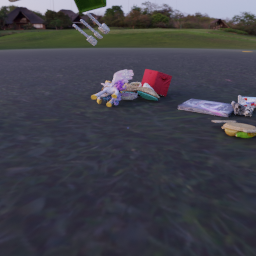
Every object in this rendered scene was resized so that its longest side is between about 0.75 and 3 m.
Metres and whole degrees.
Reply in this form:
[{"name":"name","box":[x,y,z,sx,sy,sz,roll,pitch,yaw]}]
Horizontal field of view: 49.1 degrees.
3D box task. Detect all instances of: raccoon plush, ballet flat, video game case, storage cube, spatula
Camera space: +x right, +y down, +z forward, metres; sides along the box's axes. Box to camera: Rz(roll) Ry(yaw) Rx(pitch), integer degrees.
[{"name":"raccoon plush","box":[3.873,-0.697,9.425,0.537,0.388,0.802,5,43,0]},{"name":"ballet flat","box":[0.521,-1.595,11.621,1.950,0.637,0.688,15,-15,34]},{"name":"video game case","box":[2.908,-0.756,10.148,1.833,0.174,1.309,14,23,32]},{"name":"storage cube","box":[1.208,-1.962,12.136,0.873,0.918,1.021,9,12,-36]},{"name":"spatula","box":[-1.484,-4.072,11.464,1.438,1.000,0.115,30,30,-52]}]

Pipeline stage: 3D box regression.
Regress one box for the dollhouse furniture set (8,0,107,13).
[{"name":"dollhouse furniture set","box":[-1.650,-3.374,6.339,2.084,1.365,1.046,-10,-24,10]}]

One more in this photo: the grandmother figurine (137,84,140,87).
[{"name":"grandmother figurine","box":[0.545,-2.015,13.503,1.185,0.359,0.718,-21,37,-41]}]

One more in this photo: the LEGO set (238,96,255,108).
[{"name":"LEGO set","box":[5.158,-1.004,10.186,2.060,0.677,2.758,5,20,24]}]

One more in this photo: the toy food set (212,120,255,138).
[{"name":"toy food set","box":[3.076,0.057,7.764,0.970,0.282,1.405,1,13,-20]}]

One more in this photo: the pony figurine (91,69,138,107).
[{"name":"pony figurine","box":[-0.507,-1.478,10.927,1.564,1.350,1.621,-1,34,16]}]
